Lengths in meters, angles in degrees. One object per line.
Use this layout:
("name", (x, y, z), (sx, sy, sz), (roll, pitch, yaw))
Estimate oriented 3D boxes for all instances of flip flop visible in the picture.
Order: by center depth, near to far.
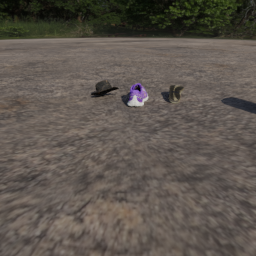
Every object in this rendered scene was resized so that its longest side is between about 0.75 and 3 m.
("flip flop", (1.971, -1.366, 11.590), (0.601, 0.427, 1.482), (9, 38, 9))

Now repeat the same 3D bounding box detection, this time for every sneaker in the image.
("sneaker", (0.439, -1.436, 11.143), (0.772, 0.799, 1.914), (6, 21, 4))

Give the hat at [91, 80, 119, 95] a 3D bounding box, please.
("hat", (-1.000, -1.717, 11.681), (1.247, 0.503, 1.247), (-13, 0, 0))
